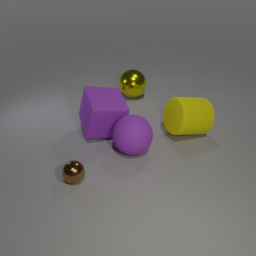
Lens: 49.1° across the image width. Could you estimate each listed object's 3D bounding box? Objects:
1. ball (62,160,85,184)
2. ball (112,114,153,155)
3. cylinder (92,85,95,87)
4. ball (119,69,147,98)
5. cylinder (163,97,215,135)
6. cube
[{"bbox_3d":[-1.661,1.334,8.511,0.700,0.700,0.700,0,30,0],"label":"ball"},{"bbox_3d":[0.163,0.231,9.693,1.400,1.400,1.400,0,30,0],"label":"ball"},{"bbox_3d":[-1.551,-1.530,13.235,0.700,0.700,0.700,36,25,-17],"label":"cylinder"},{"bbox_3d":[0.233,-2.196,13.882,1.400,1.400,1.400,0,30,0],"label":"ball"},{"bbox_3d":[2.287,-0.451,10.637,1.400,1.400,1.400,-1,28,-25],"label":"cylinder"},{"bbox_3d":[-0.945,-0.579,10.523,1.400,1.400,1.400,-1,44,-24],"label":"cube"}]
